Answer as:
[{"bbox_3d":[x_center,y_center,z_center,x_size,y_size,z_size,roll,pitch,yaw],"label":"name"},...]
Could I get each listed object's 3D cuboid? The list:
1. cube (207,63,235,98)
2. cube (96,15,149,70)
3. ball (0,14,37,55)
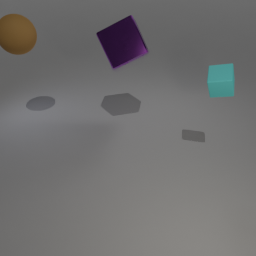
[{"bbox_3d":[2.790,-1.408,8.379,0.700,0.700,0.700,-1,55,24],"label":"cube"},{"bbox_3d":[-0.142,-3.126,10.373,1.400,1.400,1.400,-24,12,11],"label":"cube"},{"bbox_3d":[-4.010,-3.356,10.071,1.400,1.400,1.400,0,32,0],"label":"ball"}]
